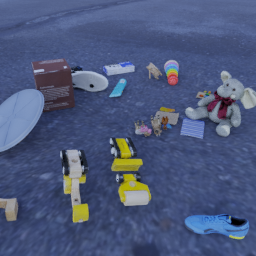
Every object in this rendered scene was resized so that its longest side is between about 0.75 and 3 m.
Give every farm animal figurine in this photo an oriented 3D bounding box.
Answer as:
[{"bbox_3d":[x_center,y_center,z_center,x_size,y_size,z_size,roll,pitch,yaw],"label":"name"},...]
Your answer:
[{"bbox_3d":[0.722,0.022,8.840,1.121,0.563,0.905,-21,19,-24],"label":"farm animal figurine"}]

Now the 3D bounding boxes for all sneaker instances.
[{"bbox_3d":[1.825,1.938,5.801,1.273,0.499,0.420,5,35,11],"label":"sneaker"},{"bbox_3d":[-1.882,-2.240,12.021,2.352,0.859,1.316,5,34,10],"label":"sneaker"}]

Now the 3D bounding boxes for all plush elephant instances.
[{"bbox_3d":[3.225,-0.916,9.220,2.009,1.555,1.655,-20,43,-32],"label":"plush elephant"}]

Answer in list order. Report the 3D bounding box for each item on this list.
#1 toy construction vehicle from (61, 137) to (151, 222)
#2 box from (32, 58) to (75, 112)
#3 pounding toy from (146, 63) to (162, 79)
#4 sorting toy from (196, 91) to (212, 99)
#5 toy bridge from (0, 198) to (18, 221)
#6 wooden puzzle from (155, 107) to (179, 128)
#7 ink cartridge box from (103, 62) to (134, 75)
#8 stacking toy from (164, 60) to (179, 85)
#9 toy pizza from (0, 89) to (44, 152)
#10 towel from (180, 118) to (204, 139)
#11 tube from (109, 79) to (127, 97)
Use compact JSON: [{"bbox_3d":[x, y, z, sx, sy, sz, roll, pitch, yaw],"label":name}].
[{"bbox_3d":[-0.580,1.191,6.862,2.040,0.825,2.343,0,33,-22],"label":"toy construction vehicle"},{"bbox_3d":[-2.757,-1.598,10.387,1.274,1.536,1.261,-11,34,-18],"label":"box"},{"bbox_3d":[1.047,-2.509,12.551,0.573,0.999,0.571,-45,51,5],"label":"pounding toy"},{"bbox_3d":[3.114,-1.368,11.358,0.577,0.104,0.774,12,34,18],"label":"sorting toy"},{"bbox_3d":[-3.652,1.829,6.121,2.367,0.322,0.795,-7,30,-10],"label":"toy bridge"},{"bbox_3d":[1.334,-0.346,9.733,0.875,0.152,1.298,9,33,21],"label":"wooden puzzle"},{"bbox_3d":[-0.450,-2.890,13.569,1.388,0.307,0.653,-12,36,-19],"label":"ink cartridge box"},{"bbox_3d":[2.007,-2.451,12.622,0.679,0.679,1.591,2,36,3],"label":"stacking toy"},{"bbox_3d":[-3.434,-0.223,8.545,2.311,0.366,2.311,-17,49,20],"label":"toy pizza"},{"bbox_3d":[2.132,0.002,9.228,0.722,0.119,0.998,11,35,12],"label":"towel"},{"bbox_3d":[-0.364,-1.621,11.528,0.478,0.311,1.234,-8,33,24],"label":"tube"}]
